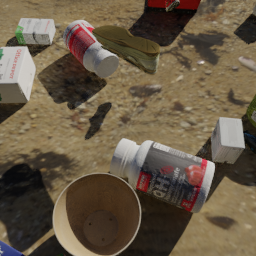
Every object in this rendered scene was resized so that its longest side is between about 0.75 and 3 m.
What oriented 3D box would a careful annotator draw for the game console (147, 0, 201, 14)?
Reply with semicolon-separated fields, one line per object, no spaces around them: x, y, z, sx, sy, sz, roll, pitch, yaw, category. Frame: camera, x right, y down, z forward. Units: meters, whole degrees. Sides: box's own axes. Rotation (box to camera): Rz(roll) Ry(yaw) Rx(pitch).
2.323;-6.761;14.230;2.574;1.528;2.218;5;57;3;game console

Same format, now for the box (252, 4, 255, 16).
7.248;-6.215;14.000;1.295;1.289;1.110;-25;60;-16;box

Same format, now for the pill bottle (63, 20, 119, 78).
-1.553;-3.350;11.983;1.460;1.460;2.601;-31;61;-19;pill bottle

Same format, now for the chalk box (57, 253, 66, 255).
-1.887;3.860;7.686;0.937;0.580;0.583;-23;60;-14;chalk box

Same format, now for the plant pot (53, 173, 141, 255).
-0.815;2.638;7.926;2.294;1.540;2.294;0;56;-1;plant pot

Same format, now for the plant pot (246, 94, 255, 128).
5.737;-1.042;10.115;2.687;2.514;2.514;-38;63;-4;plant pot

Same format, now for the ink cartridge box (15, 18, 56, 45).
-4.358;-4.575;13.280;1.576;0.662;1.150;3;56;2;ink cartridge box

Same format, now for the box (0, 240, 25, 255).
-4.036;3.884;7.783;2.619;0.424;1.587;22;59;15;box

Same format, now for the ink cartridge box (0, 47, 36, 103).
-5.485;-2.144;11.305;2.940;1.240;2.147;-2;56;-2;ink cartridge box

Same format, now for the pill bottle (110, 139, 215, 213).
1.011;1.357;8.729;2.954;1.635;1.635;19;58;12;pill bottle

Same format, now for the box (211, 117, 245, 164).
3.391;0.442;9.625;0.764;1.163;1.169;6;56;4;box

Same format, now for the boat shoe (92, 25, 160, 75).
-0.133;-2.466;8.661;2.649;0.833;0.966;31;50;30;boat shoe

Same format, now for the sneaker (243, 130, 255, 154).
4.501;0.502;10.045;0.448;0.401;1.095;-28;61;-17;sneaker

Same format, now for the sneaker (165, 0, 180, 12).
1.570;-4.660;10.394;0.452;0.498;1.174;-20;14;-2;sneaker
